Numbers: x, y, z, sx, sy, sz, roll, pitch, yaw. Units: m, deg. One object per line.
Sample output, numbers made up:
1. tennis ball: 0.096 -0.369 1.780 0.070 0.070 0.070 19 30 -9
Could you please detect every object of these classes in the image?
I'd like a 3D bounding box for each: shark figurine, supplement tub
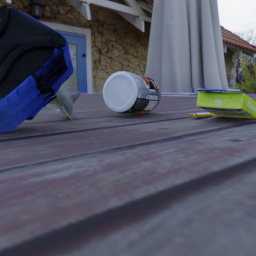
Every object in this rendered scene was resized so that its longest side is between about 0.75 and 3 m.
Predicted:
1. shark figurine: -2.128 -0.911 9.973 1.511 1.055 2.528 43 -13 6
2. supplement tub: 0.287 -1.338 11.109 1.556 1.556 2.539 5 5 28

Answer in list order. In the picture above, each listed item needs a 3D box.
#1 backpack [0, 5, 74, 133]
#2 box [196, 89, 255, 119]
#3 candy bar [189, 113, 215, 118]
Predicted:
1. backpack: -2.998 -1.228 7.249 2.260 2.334 2.781 28 62 18
2. box: 3.394 -0.788 9.481 1.472 0.575 2.413 7 -2 37
3. candy bar: 2.744 -0.480 10.333 0.361 0.161 1.450 5 6 41
